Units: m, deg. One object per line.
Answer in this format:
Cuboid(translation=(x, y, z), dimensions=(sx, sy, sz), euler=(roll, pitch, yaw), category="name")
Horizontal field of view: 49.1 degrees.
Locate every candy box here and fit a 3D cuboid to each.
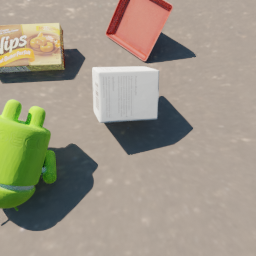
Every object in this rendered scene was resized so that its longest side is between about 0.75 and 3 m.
Cuboid(translation=(-3.084, -2.410, 8.473), dimensions=(2.211, 0.611, 1.276), euler=(-3, 85, -1), category="candy box")

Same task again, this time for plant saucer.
Cuboid(translation=(0.349, -3.351, 8.855), dimensions=(1.838, 1.835, 0.337), euler=(39, 28, 21), category="plant saucer")

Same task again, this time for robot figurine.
Cuboid(translation=(-2.605, 0.639, 6.233), dimensions=(2.172, 1.432, 2.476), euler=(16, 89, -30), category="robot figurine")

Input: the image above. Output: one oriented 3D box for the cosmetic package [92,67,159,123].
Cuboid(translation=(-0.096, -0.903, 7.122), dimensions=(1.482, 1.222, 1.223), euler=(-3, 18, -14), category="cosmetic package")
